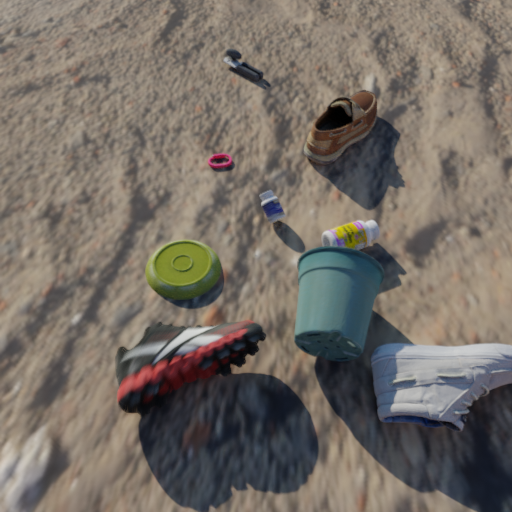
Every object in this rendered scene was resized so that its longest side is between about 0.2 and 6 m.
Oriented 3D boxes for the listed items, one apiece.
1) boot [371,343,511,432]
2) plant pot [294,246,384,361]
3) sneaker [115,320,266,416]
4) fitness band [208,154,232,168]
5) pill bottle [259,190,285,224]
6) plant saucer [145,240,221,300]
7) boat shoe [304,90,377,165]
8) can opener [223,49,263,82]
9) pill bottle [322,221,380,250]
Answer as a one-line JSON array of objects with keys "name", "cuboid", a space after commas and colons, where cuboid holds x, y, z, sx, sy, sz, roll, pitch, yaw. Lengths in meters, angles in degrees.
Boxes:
[{"name": "boot", "cuboid": [3.427, 2.286, 9.449, 2.892, 1.064, 1.382, -1, 58, 8]}, {"name": "plant pot", "cuboid": [1.425, 0.940, 10.172, 1.643, 1.643, 1.609, 9, 59, 7]}, {"name": "sneaker", "cuboid": [-1.226, 1.617, 9.775, 2.743, 0.969, 1.340, -23, 56, -12]}, {"name": "fitness band", "cuboid": [-0.891, -2.333, 13.754, 0.586, 0.110, 0.421, -9, 51, -7]}, {"name": "pill bottle", "cuboid": [0.343, -1.085, 12.338, 0.395, 0.395, 0.660, -25, 90, -19]}, {"name": "plant saucer", "cuboid": [-1.511, 0.207, 11.552, 1.568, 0.244, 1.568, 0, 51, 0]}, {"name": "boat shoe", "cuboid": [2.251, -3.441, 14.063, 1.098, 1.041, 2.901, 26, 55, 20]}, {"name": "can opener", "cuboid": [-0.386, -5.543, 16.191, 1.411, 0.472, 0.376, 37, 59, 26]}, {"name": "pill bottle", "cuboid": [2.005, -0.387, 11.809, 1.145, 0.597, 0.597, -19, 53, -15]}]
